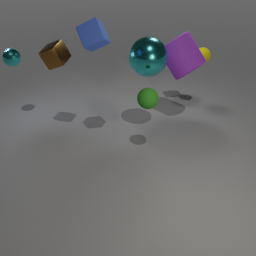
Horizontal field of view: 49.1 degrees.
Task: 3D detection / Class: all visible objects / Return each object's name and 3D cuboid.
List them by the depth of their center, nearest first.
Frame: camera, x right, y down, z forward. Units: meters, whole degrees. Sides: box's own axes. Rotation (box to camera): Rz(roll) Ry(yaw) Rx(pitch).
[{"bbox_3d":[-1.055,-2.845,8.591,0.700,0.700,0.700,-22,2,14],"label":"cube"},{"bbox_3d":[0.647,-0.960,9.082,0.700,0.700,0.700,0,30,0],"label":"ball"},{"bbox_3d":[-2.553,-2.571,9.827,0.700,0.700,0.700,-9,39,28],"label":"cube"},{"bbox_3d":[0.724,-2.543,10.040,1.400,1.400,1.400,0,30,0],"label":"ball"},{"bbox_3d":[-4.591,-2.785,11.064,0.700,0.700,0.700,0,30,0],"label":"ball"},{"bbox_3d":[2.175,-2.883,11.248,1.400,1.400,1.400,-32,6,4],"label":"cylinder"},{"bbox_3d":[3.315,-3.219,12.457,0.700,0.700,0.700,0,30,0],"label":"ball"}]
